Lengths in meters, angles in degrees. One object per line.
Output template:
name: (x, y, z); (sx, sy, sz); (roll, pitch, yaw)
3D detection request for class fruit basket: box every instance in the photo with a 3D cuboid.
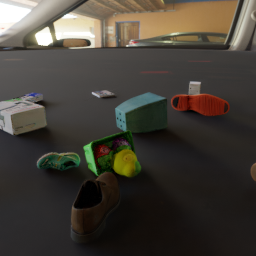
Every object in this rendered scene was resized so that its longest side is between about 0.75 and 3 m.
fruit basket: (-0.307, 0.801, 8.226); (1.678, 1.210, 1.678); (-12, 7, 2)

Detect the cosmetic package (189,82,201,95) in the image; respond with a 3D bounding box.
cosmetic package: (4.043, -2.362, 16.956); (0.648, 0.774, 0.644); (6, 21, 15)

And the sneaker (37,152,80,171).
sneaker: (-2.081, 1.034, 8.407); (1.270, 0.492, 0.506); (-7, 35, -11)

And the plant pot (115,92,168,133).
plant pot: (0.493, -0.554, 11.510); (1.842, 1.302, 1.301); (-16, 25, -26)

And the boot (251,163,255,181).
boot: (4.947, 1.309, 7.025); (2.250, 1.111, 2.898); (-10, 14, -29)

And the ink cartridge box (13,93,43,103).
ink cartridge box: (-5.543, -1.596, 15.520); (0.749, 0.352, 1.593); (10, 23, 22)

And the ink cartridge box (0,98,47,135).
ink cartridge box: (-4.728, -0.540, 11.912); (2.145, 0.902, 1.566); (16, 26, 37)

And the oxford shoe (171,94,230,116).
oxford shoe: (3.623, -1.250, 13.762); (2.842, 1.012, 1.031); (14, 19, 33)

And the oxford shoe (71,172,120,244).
oxford shoe: (-0.655, 1.508, 6.446); (0.816, 0.948, 2.245); (2, 19, 9)

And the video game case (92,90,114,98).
video game case: (-1.538, -2.092, 17.173); (0.994, 0.129, 1.092); (-12, 25, -28)
